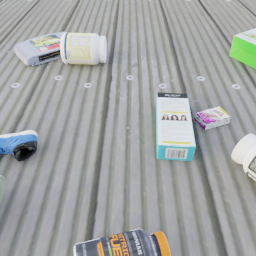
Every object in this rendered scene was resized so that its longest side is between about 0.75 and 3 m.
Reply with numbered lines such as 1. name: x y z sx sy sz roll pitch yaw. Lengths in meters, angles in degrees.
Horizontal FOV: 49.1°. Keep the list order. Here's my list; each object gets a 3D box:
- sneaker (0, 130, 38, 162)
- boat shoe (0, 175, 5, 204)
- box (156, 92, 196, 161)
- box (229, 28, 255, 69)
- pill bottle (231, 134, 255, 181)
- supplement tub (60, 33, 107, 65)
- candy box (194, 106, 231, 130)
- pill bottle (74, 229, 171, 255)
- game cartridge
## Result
1. sneaker: -3.340 0.613 8.063 1.479 0.568 0.823 -13 48 -8
2. boat shoe: -3.652 2.157 5.944 0.874 1.035 2.902 10 44 5
3. box: 1.435 -0.139 8.866 1.068 0.638 2.595 3 41 3
4. box: 6.077 -3.503 12.382 1.942 1.064 2.201 -24 46 -25
5. pill bottle: 3.714 1.019 7.218 1.091 1.091 1.875 -25 48 -25
6. supplement tub: -1.880 -3.409 12.089 1.820 1.319 1.319 2 41 1
7. candy box: 2.823 -0.340 9.358 0.980 0.299 0.669 -14 43 -17
8. pill bottle: -0.093 2.580 5.532 1.824 0.969 0.969 -10 42 -12
9. game cartridge: -3.726 -3.793 13.160 2.848 0.582 1.896 -26 44 -27
